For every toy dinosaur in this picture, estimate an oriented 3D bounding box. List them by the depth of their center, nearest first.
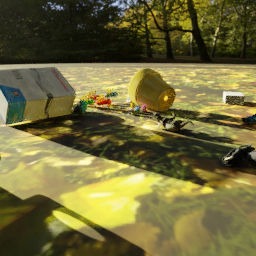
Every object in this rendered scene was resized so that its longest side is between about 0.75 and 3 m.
[{"bbox_3d":[1.426,-0.099,8.778,0.737,0.554,1.441,-26,35,-30],"label":"toy dinosaur"}]

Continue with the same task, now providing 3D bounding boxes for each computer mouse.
[{"bbox_3d":[3.125,0.641,5.951,1.934,0.510,1.339,15,21,41],"label":"computer mouse"}]

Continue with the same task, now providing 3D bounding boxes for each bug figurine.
[{"bbox_3d":[-1.283,-1.355,12.865,1.647,0.547,2.124,-3,19,12],"label":"bug figurine"}]

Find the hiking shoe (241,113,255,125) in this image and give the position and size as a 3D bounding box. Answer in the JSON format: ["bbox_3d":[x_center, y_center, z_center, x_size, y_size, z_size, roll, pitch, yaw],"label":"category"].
[{"bbox_3d":[4.424,-0.390,9.592,1.107,0.480,0.412,-1,16,-5],"label":"hiking shoe"}]

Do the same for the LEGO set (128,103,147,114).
[{"bbox_3d":[0.308,-0.826,11.291,0.936,0.384,0.357,-13,20,-38],"label":"LEGO set"}]

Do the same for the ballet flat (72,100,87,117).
[{"bbox_3d":[-1.937,-0.782,11.008,0.508,0.505,1.485,-16,16,2],"label":"ballet flat"}]

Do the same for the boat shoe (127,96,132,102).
[{"bbox_3d":[0.245,-1.603,13.801,0.574,0.487,1.576,1,16,4],"label":"boat shoe"}]

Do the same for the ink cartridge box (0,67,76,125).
[{"bbox_3d":[-3.484,-1.268,10.276,2.524,1.056,1.831,-14,53,-40],"label":"ink cartridge box"}]

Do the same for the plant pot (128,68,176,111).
[{"bbox_3d":[1.095,-1.480,11.667,1.636,1.636,1.539,-13,35,-38],"label":"plant pot"}]

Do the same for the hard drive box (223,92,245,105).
[{"bbox_3d":[5.013,-1.433,13.332,0.846,0.417,1.086,4,16,14],"label":"hard drive box"}]
